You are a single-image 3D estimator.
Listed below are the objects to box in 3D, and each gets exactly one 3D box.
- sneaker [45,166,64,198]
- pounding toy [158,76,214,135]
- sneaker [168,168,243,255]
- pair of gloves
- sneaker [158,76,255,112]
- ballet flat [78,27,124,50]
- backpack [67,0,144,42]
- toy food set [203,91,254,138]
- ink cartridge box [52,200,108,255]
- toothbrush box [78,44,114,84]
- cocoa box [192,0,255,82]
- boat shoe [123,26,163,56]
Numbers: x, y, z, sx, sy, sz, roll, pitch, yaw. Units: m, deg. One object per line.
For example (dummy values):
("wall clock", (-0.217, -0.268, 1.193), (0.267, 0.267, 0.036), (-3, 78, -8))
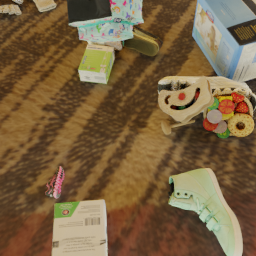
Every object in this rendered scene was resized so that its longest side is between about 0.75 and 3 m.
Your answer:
("sneaker", (-1.935, 1.400, 7.327), (0.414, 0.343, 0.867), (-2, 55, 12))
("pounding toy", (1.600, -0.715, 8.092), (1.860, 1.067, 1.063), (-36, 69, 21))
("sneaker", (1.672, 2.020, 6.576), (1.324, 0.826, 2.244), (-6, 47, -11))
("pair of gloves", (-4.360, -5.516, 11.722), (2.451, 0.430, 2.084), (-15, 58, -10))
("sneaker", (2.366, -1.111, 8.615), (2.910, 1.094, 1.180), (11, 43, 5))
("ballet flat", (-1.200, -3.460, 10.174), (0.935, 0.946, 2.779), (-32, 53, -12))
("backpack", (-0.311, -1.966, 4.853), (1.064, 0.903, 1.199), (10, 26, 40))
("toy food set", (2.808, -0.367, 7.939), (1.365, 1.379, 0.335), (-5, 18, 22))
("ink cartridge box", (-1.064, 2.535, 6.343), (1.169, 0.673, 1.602), (-3, 57, -2))
("toothbrush box", (-1.042, -2.176, 9.474), (0.930, 0.550, 1.278), (8, 58, 6))
("cocoa box", (3.581, -3.137, 9.266), (1.838, 1.868, 2.802), (-17, 58, -5))
("boat shoe", (0.292, -3.287, 10.140), (2.108, 0.753, 0.693), (31, 52, 19))
